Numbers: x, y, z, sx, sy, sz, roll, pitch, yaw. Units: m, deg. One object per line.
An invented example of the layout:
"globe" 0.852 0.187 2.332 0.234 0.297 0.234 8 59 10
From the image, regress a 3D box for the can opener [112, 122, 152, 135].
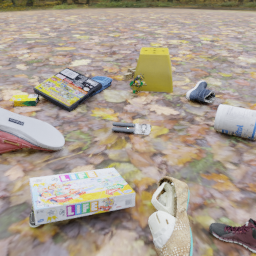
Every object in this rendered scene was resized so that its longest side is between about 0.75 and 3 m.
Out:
"can opener" 0.143 0.023 10.788 1.516 0.399 0.504 4 -5 5

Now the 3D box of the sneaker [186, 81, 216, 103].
"sneaker" 3.726 -1.729 13.380 1.233 0.649 1.707 11 39 40

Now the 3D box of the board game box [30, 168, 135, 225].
"board game box" -1.203 1.626 7.108 2.349 0.402 1.579 -4 17 -23

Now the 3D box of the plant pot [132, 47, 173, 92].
"plant pot" 1.363 -3.176 14.829 2.114 1.865 2.114 3 30 6

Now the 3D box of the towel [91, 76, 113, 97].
"towel" -1.753 -2.256 14.588 1.138 0.495 2.038 13 32 24

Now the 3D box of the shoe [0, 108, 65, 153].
"shoe" -3.688 0.328 9.575 2.824 1.285 1.009 23 37 -20

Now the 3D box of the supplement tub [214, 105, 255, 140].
"supplement tub" 4.135 -0.226 10.430 1.611 1.063 1.063 14 32 24

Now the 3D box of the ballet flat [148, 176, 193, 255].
"ballet flat" 0.889 2.063 6.408 0.910 0.983 2.788 34 23 -6

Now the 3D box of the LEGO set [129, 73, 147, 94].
"LEGO set" 0.574 -2.156 13.797 0.569 0.982 0.755 -9 56 -45

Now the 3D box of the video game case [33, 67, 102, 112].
"video game case" -2.858 -1.902 13.355 2.443 0.312 2.208 28 52 26

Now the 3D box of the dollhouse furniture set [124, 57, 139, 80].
"dollhouse furniture set" 0.256 -3.578 16.194 1.369 1.211 0.761 -16 33 -27

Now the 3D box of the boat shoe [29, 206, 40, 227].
"boat shoe" -2.261 2.033 7.098 0.386 0.326 1.084 0 24 -2

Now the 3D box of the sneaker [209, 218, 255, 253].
"sneaker" 2.530 2.264 6.349 1.262 0.729 0.478 14 31 22

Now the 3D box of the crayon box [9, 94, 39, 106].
"crayon box" -4.825 -1.295 13.083 1.185 0.301 0.752 -1 30 -4
